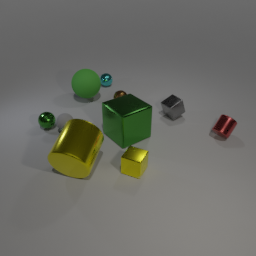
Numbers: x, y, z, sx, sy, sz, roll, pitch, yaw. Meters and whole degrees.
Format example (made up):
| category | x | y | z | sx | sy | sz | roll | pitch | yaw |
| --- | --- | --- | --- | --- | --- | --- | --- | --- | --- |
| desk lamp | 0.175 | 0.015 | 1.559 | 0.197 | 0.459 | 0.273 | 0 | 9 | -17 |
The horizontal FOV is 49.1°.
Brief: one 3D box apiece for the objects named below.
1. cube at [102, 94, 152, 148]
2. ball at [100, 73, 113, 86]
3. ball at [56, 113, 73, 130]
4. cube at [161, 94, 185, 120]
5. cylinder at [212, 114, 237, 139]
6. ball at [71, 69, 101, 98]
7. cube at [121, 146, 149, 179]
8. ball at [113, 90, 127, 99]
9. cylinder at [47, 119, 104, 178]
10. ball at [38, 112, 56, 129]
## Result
| category | x | y | z | sx | sy | sz | roll | pitch | yaw |
| --- | --- | --- | --- | --- | --- | --- | --- | --- | --- |
| cube | -0.045 | -0.312 | 10.852 | 1.400 | 1.400 | 1.400 | -22 | 39 | -30 |
| ball | -1.175 | -2.599 | 15.086 | 0.700 | 0.700 | 0.700 | 0 | 33 | 0 |
| ball | -2.492 | -0.239 | 11.086 | 0.700 | 0.700 | 0.700 | 0 | 33 | 0 |
| cube | 1.959 | -0.907 | 12.178 | 0.700 | 0.700 | 0.700 | -35 | 41 | -13 |
| cylinder | 3.745 | -0.058 | 10.862 | 0.700 | 0.700 | 0.700 | 31 | 87 | 39 |
| ball | -1.999 | -2.124 | 13.401 | 1.400 | 1.400 | 1.400 | 0 | 33 | 0 |
| cube | 0.222 | 1.122 | 9.246 | 0.700 | 0.700 | 0.700 | 15 | 35 | 20 |
| ball | -0.346 | -1.438 | 13.267 | 0.700 | 0.700 | 0.700 | 0 | 33 | 0 |
| cylinder | -1.644 | 0.659 | 9.003 | 1.400 | 1.400 | 1.400 | 9 | 52 | 14 |
| ball | -3.322 | -0.320 | 11.471 | 0.700 | 0.700 | 0.700 | 0 | 33 | 0 |
